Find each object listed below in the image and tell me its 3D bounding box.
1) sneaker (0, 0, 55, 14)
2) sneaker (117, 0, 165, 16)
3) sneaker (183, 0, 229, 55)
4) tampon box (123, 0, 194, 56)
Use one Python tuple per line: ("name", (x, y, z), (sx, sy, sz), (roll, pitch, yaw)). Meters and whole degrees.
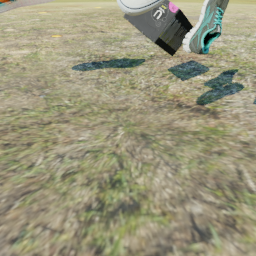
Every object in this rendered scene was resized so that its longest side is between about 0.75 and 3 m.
("sneaker", (-3.269, -4.009, 7.760), (2.906, 1.161, 1.037), (-10, 46, 6))
("sneaker", (0.552, -2.258, 3.609), (0.669, 1.832, 0.648), (46, 3, 1))
("sneaker", (2.181, -2.653, 7.191), (0.690, 1.780, 0.812), (13, 24, -34))
("tampon box", (1.005, -3.228, 8.616), (1.364, 1.149, 1.821), (45, 18, 19))
